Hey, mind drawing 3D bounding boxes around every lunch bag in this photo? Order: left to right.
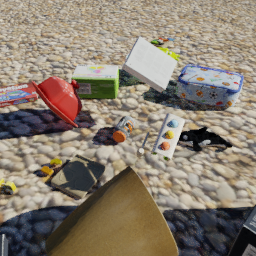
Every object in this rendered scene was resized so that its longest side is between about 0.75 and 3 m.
[{"bbox_3d":[3.678,-2.056,12.843,2.909,1.099,2.331,17,40,19],"label":"lunch bag"}]

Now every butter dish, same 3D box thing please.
[{"bbox_3d":[-2.460,-1.273,10.821,1.409,1.906,1.901,-45,53,-2],"label":"butter dish"}]

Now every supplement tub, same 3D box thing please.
[{"bbox_3d":[-0.162,0.055,10.576,0.626,0.626,1.022,13,42,15],"label":"supplement tub"}]

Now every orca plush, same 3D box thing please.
[{"bbox_3d":[2.831,0.320,10.195,1.934,0.687,1.017,18,42,20],"label":"orca plush"}]

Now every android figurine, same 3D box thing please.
[{"bbox_3d":[1.858,-4.004,15.762,2.059,0.423,1.874,9,40,14],"label":"android figurine"}]

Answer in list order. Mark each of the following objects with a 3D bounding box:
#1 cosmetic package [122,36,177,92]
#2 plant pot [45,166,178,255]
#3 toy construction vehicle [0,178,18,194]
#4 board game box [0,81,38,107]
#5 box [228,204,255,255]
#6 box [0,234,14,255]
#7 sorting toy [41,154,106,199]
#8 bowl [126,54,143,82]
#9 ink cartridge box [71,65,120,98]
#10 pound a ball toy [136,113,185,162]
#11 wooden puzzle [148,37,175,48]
[{"bbox_3d":[0.812,-2.318,10.291,1.732,0.448,1.306,30,68,-13],"label":"cosmetic package"},{"bbox_3d":[-0.521,2.488,6.530,2.511,2.340,2.340,-26,44,-11],"label":"plant pot"},{"bbox_3d":[-4.190,1.931,8.393,1.296,0.456,1.128,8,40,10],"label":"toy construction vehicle"},{"bbox_3d":[-5.627,-1.462,12.732,2.842,0.276,1.463,-12,40,-15],"label":"board game box"},{"bbox_3d":[3.598,2.416,6.807,1.224,1.697,2.286,29,48,30],"label":"box"},{"bbox_3d":[-3.414,3.459,6.061,1.635,1.014,1.608,-12,40,-14],"label":"box"},{"bbox_3d":[-1.828,1.465,9.179,1.864,0.250,1.389,20,47,23],"label":"sorting toy"},{"bbox_3d":[0.924,-3.019,14.009,2.050,1.072,2.050,0,38,0],"label":"bowl"},{"bbox_3d":[-1.445,-2.594,13.515,2.019,1.035,2.731,2,40,2],"label":"ink cartridge box"},{"bbox_3d":[0.942,0.280,8.028,0.957,0.623,1.467,24,70,2],"label":"pound a ball toy"},{"bbox_3d":[2.013,-5.406,17.623,1.364,0.236,2.022,22,44,25],"label":"wooden puzzle"}]
